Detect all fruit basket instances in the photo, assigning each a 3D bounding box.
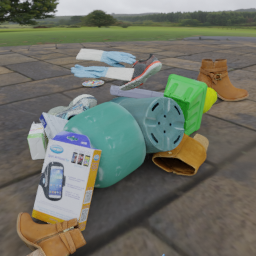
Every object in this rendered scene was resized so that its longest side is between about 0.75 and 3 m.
[{"bbox_3d":[2.246,-0.949,10.343,1.660,2.302,2.302,21,31,23],"label":"fruit basket"}]

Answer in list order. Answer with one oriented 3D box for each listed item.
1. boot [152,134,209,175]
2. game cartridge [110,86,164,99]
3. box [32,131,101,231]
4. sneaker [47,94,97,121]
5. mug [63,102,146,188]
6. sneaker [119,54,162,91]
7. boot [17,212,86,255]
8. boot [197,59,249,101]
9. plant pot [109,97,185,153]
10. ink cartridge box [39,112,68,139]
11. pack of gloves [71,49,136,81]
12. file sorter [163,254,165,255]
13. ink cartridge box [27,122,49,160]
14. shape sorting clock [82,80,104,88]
[{"bbox_3d":[1.103,0.500,8.772,2.690,0.947,1.926,17,29,24],"label":"boot"},{"bbox_3d":[0.606,-1.467,12.845,2.662,0.539,1.775,12,-1,25],"label":"game cartridge"},{"bbox_3d":[-1.343,1.124,6.247,1.214,2.040,0.423,11,-5,22],"label":"box"},{"bbox_3d":[-2.008,-0.525,11.302,1.071,0.963,2.481,28,42,27],"label":"sneaker"},{"bbox_3d":[-0.829,0.665,7.507,1.540,2.491,2.047,-29,59,-36],"label":"mug"},{"bbox_3d":[0.366,-2.006,10.104,1.770,0.725,0.682,-32,-16,19],"label":"sneaker"},{"bbox_3d":[-1.551,2.040,5.588,1.113,0.550,1.434,-27,37,-16],"label":"boot"},{"bbox_3d":[4.751,-2.432,13.885,2.564,1.990,0.983,9,26,18],"label":"boot"},{"bbox_3d":[0.452,-0.054,8.080,1.956,1.956,1.916,-19,9,-35],"label":"plant pot"},{"bbox_3d":[-2.008,0.215,9.331,1.581,0.321,1.578,18,24,-43],"label":"ink cartridge box"},{"bbox_3d":[-0.703,-1.807,8.424,1.855,0.366,1.559,6,44,7],"label":"pack of gloves"},{"bbox_3d":[0.875,2.598,4.768,0.783,0.480,0.543,11,28,22],"label":"file sorter"},{"bbox_3d":[-2.912,0.355,9.237,0.462,0.804,1.373,-7,26,-8],"label":"ink cartridge box"},{"bbox_3d":[-2.041,-2.637,16.427,1.266,0.248,1.266,0,24,0],"label":"shape sorting clock"}]
